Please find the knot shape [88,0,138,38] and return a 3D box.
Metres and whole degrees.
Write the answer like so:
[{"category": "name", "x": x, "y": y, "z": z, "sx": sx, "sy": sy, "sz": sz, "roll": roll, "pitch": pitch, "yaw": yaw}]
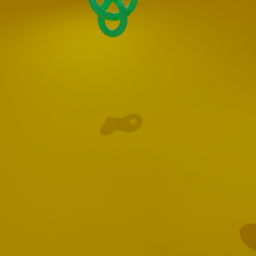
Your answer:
[{"category": "knot shape", "x": -0.328, "y": -3.396, "z": 7.842, "sx": 1.342, "sy": 1.434, "sz": 0.663, "roll": -27, "pitch": 27, "yaw": 0}]
